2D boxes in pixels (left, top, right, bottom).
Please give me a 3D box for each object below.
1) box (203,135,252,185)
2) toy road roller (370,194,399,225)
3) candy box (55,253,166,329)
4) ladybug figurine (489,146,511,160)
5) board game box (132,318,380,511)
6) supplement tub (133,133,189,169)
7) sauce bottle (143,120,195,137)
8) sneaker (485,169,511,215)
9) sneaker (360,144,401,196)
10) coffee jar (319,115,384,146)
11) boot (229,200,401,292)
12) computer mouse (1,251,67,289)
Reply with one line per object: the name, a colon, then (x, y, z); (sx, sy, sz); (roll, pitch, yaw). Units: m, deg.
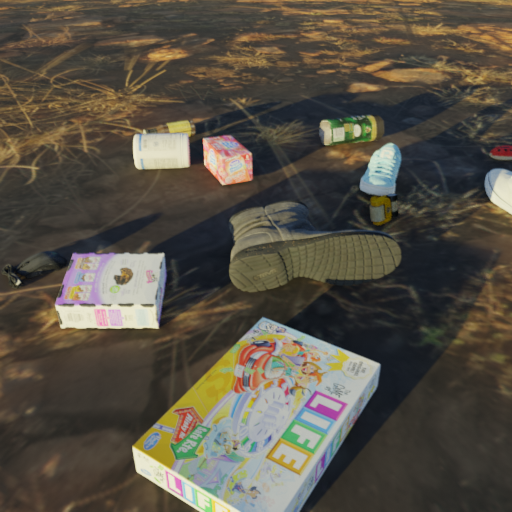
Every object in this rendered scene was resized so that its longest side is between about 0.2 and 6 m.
box: (-0.784, -2.611, 15.103); (0.855, 0.789, 1.667); (-11, 32, -18)
toy road roller: (2.880, -1.122, 13.118); (0.892, 0.548, 0.651); (-25, 26, -34)
candy box: (-2.561, 0.609, 10.154); (1.720, 0.615, 1.442); (0, 39, -2)
ladybug figurine: (7.174, -2.988, 16.191); (0.874, 0.315, 0.594); (-7, 33, -11)
board game box: (0.141, 2.227, 7.846); (2.101, 0.535, 3.126); (19, 37, 27)
supplement tub: (-2.595, -2.889, 15.444); (1.460, 0.963, 0.963); (-2, 33, -4)
sauce bottle: (-2.696, -3.877, 17.392); (1.579, 0.511, 0.511); (-13, 35, -23)
sneaker: (6.413, -1.499, 13.145); (1.124, 1.090, 3.079); (-4, 33, -6)
sneaker: (3.183, -2.267, 14.225); (0.910, 1.008, 2.461); (8, 27, 13)
coffee jar: (2.909, -3.813, 16.947); (1.827, 0.779, 0.952); (-9, 14, -15)
boot: (1.055, -0.451, 11.231); (3.347, 1.168, 2.203); (-3, 34, 2)
computer mouse: (-4.426, 0.182, 11.247); (1.223, 0.322, 0.847); (-22, 38, -30)
